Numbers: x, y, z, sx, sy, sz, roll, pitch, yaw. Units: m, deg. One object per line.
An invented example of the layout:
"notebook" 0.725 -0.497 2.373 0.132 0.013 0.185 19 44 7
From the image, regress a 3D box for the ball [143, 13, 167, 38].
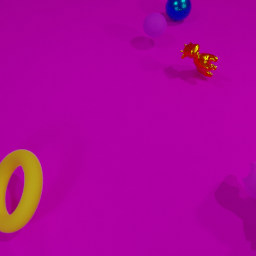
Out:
"ball" 0.876 -3.371 9.201 0.775 0.775 0.775 0 54 0

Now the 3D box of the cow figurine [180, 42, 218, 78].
"cow figurine" 2.106 -2.046 8.364 1.087 1.105 0.606 30 84 20

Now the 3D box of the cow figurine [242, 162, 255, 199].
"cow figurine" 3.068 1.362 5.536 1.564 0.859 1.539 19 20 14

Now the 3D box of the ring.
"ring" -2.271 1.228 5.587 1.623 0.325 1.623 -15 65 35

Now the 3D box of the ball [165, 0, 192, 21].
"ball" 1.848 -4.430 10.260 0.962 0.962 0.962 0 54 0
